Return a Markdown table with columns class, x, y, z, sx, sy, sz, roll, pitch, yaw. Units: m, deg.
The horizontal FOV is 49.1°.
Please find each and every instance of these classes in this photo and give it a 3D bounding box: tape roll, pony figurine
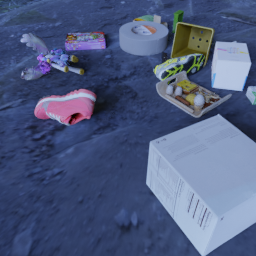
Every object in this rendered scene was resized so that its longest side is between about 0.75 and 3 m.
| class | x | y | z | sx | sy | sz | roll | pitch | yaw |
| --- | --- | --- | --- | --- | --- | --- | --- | --- | --- |
| tape roll | 0.776 | -4.502 | 13.929 | 2.413 | 0.797 | 2.413 | 0 | 42 | 0 |
| pony figurine | -3.212 | -2.760 | 11.551 | 2.211 | 1.841 | 2.134 | 15 | 11 | 21 |

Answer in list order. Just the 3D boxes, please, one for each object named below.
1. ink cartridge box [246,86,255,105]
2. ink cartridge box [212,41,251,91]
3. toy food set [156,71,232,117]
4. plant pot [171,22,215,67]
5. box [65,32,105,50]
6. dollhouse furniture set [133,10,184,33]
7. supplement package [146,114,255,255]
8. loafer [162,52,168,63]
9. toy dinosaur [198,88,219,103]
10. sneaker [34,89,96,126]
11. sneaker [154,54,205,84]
| class | x | y | z | sx | sy | sz | roll | pitch | yaw |
| --- | --- | --- | --- | --- | --- | --- | --- | --- | --- |
| ink cartridge box | 5.056 | -1.231 | 10.511 | 0.943 | 0.396 | 0.688 | -2 | 41 | -2 |
| ink cartridge box | 4.129 | -2.614 | 11.438 | 1.227 | 1.259 | 1.959 | 7 | 41 | 9 |
| toy food set | 2.422 | -1.390 | 10.465 | 1.642 | 0.691 | 2.289 | -29 | 49 | -28 |
| plant pot | 3.097 | -3.936 | 12.797 | 1.636 | 1.636 | 1.443 | 21 | 34 | 22 |
| box | -2.130 | -4.408 | 14.128 | 1.949 | 0.381 | 1.334 | -4 | 41 | -5 |
| dollhouse furniture set | 1.643 | -6.156 | 15.609 | 2.758 | 1.065 | 1.379 | 26 | 47 | 27 |
| supplement package | 1.991 | 1.230 | 6.721 | 2.199 | 1.692 | 2.300 | -20 | 45 | -21 |
| loafer | 1.645 | -2.980 | 12.343 | 0.291 | 0.297 | 0.815 | -1 | 79 | 1 |
| toy dinosaur | 2.878 | -1.040 | 10.077 | 0.667 | 0.384 | 1.320 | 1 | 28 | -2 |
| sneaker | -2.136 | -0.531 | 9.091 | 2.344 | 0.864 | 1.017 | -13 | 63 | 22 |
| sneaker | 2.198 | -2.684 | 11.776 | 2.492 | 0.939 | 0.952 | -21 | 44 | -26 |
